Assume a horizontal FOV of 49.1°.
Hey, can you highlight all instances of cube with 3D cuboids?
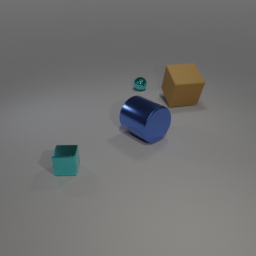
[{"bbox_3d":[-1.922,0.998,8.724,0.700,0.700,0.700,-1,28,-1],"label":"cube"},{"bbox_3d":[2.491,-1.975,12.928,1.400,1.400,1.400,-6,50,-11],"label":"cube"}]

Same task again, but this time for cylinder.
[{"bbox_3d":[0.636,-0.346,10.402,1.400,1.400,1.400,-23,36,-35],"label":"cylinder"}]

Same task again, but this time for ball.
[{"bbox_3d":[0.647,-2.319,14.677,0.700,0.700,0.700,0,29,0],"label":"ball"}]
